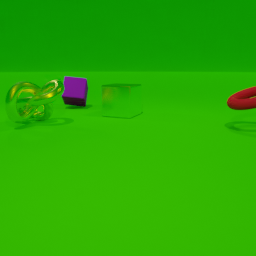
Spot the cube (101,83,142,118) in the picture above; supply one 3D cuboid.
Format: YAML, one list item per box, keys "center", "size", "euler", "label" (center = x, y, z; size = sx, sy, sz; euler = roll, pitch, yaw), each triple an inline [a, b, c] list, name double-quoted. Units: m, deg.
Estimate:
- center: [-0.226, -1.057, 10.582]
  size: [1.159, 1.159, 1.159]
  euler: [5, 14, 23]
  label: "cube"

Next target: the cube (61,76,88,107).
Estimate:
- center: [-2.340, -1.612, 12.460]
  size: [0.977, 0.977, 0.977]
  euler: [6, -17, -2]
  label: "cube"

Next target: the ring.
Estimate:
- center: [3.643, -0.898, 8.086]
  size: [1.534, 0.307, 1.534]
  euler: [-19, 13, 5]
  label: "ring"

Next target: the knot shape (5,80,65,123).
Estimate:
- center: [-2.998, -0.768, 8.928]
  size: [1.972, 0.911, 1.845]
  euler: [-28, -10, -33]
  label: "knot shape"
